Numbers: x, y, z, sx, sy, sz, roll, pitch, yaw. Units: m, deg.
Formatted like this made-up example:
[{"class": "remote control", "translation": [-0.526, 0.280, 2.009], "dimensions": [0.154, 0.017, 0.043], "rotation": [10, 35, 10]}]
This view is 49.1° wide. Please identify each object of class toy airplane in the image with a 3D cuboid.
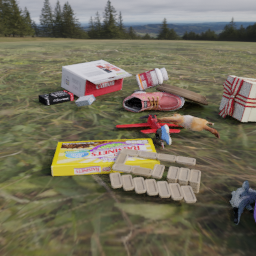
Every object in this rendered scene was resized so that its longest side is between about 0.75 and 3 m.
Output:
[{"class": "toy airplane", "translation": [0.877, -0.060, 9.362], "dimensions": [2.630, 0.484, 2.630], "rotation": [1, 20, 0]}]

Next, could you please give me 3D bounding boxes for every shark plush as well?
[{"class": "shark plush", "translation": [2.384, 1.511, 5.677], "dimensions": [0.470, 0.513, 1.129], "rotation": [40, 30, 12]}]

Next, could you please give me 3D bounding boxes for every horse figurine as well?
[{"class": "horse figurine", "translation": [2.040, -0.146, 9.164], "dimensions": [1.954, 0.488, 1.295], "rotation": [18, 7, 27]}]

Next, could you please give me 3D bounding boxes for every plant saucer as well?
[{"class": "plant saucer", "translation": [2.321, -1.454, 11.980], "dimensions": [2.323, 0.342, 2.323], "rotation": [18, 6, -2]}]

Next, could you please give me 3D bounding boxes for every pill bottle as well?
[{"class": "pill bottle", "translation": [1.043, -2.150, 12.170], "dimensions": [1.281, 0.724, 0.724], "rotation": [-18, 22, 4]}]

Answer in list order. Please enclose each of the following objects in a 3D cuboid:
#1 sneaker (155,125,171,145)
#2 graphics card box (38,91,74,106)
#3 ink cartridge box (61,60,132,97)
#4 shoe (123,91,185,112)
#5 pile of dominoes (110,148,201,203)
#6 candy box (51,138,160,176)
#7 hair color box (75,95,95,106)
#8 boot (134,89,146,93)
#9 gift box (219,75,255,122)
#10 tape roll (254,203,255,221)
[{"class": "sneaker", "translation": [1.010, 0.268, 8.234], "dimensions": [0.424, 0.762, 0.292], "rotation": [-23, 46, -6]}, {"class": "graphics card box", "translation": [-3.319, -1.393, 12.925], "dimensions": [1.372, 0.349, 0.861], "rotation": [-16, 28, -38]}, {"class": "ink cartridge box", "translation": [-1.533, -2.378, 14.078], "dimensions": [2.373, 1.134, 2.703], "rotation": [31, 36, 31]}, {"class": "shoe", "translation": [1.008, -1.017, 11.414], "dimensions": [2.401, 0.858, 1.092], "rotation": [7, 24, 30]}, {"class": "pile of dominoes", "translation": [0.620, 1.139, 6.553], "dimensions": [2.064, 0.329, 1.609], "rotation": [7, 28, 15]}, {"class": "candy box", "translation": [-0.592, 0.745, 7.571], "dimensions": [2.711, 0.358, 1.386], "rotation": [-2, 26, -5]}, {"class": "hair color box", "translation": [-1.770, -1.128, 11.567], "dimensions": [0.802, 0.243, 0.397], "rotation": [-2, 38, 41]}, {"class": "boot", "translation": [0.527, -1.822, 14.190], "dimensions": [0.514, 0.273, 0.781], "rotation": [8, 12, 26]}, {"class": "gift box", "translation": [4.436, -1.090, 10.657], "dimensions": [1.629, 1.609, 1.744], "rotation": [2, 16, -20]}, {"class": "tape roll", "translation": [3.484, 1.461, 4.825], "dimensions": [2.335, 0.766, 2.335], "rotation": [2, 13, 0]}]
